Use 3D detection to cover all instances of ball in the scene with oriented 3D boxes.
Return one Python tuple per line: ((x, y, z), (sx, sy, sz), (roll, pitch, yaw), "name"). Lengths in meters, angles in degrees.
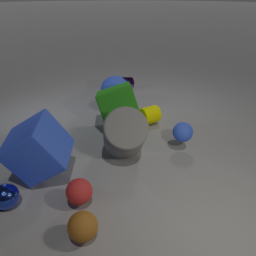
((-1.280, 1.664, 7.339), (0.700, 0.700, 0.700), (0, 28, 0), "ball")
((1.909, 0.142, 9.758), (0.700, 0.700, 0.700), (0, 28, 0), "ball")
((-0.623, -1.802, 13.474), (1.400, 1.400, 1.400), (0, 28, 0), "ball")
((-3.259, 1.822, 7.455), (0.700, 0.700, 0.700), (0, 28, 0), "ball")
((-1.023, 2.227, 6.333), (0.700, 0.700, 0.700), (0, 28, 0), "ball")

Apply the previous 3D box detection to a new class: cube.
((-2.617, 0.581, 8.129), (1.400, 1.400, 1.400), (-27, 30, 17), "cube")
((-0.379, -0.899, 10.998), (1.400, 1.400, 1.400), (-18, 15, 1), "cube")

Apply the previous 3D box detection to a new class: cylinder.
((0.929, -0.553, 11.729), (0.700, 0.700, 0.700), (-15, 31, -22), "cylinder")
((-0.114, -2.441, 15.373), (0.700, 0.700, 0.700), (-5, 27, -25), "cylinder")
((-0.107, 0.189, 9.193), (1.400, 1.400, 1.400), (1, 72, -4), "cylinder")
